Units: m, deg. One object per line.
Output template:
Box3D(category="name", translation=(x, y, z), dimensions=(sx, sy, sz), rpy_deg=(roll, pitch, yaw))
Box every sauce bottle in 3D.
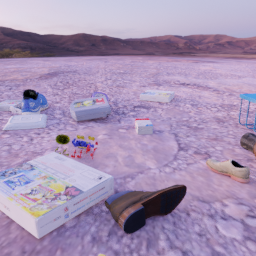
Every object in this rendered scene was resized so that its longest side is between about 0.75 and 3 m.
Box3D(category="sauce bottle", translation=(4.302, 0.835, 7.968), dimensions=(0.918, 0.918, 2.837), rpy_deg=(-4, 19, -12))

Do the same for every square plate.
Box3D(category="square plate", translation=(-4.488, -0.312, 12.401), dimensions=(1.715, 0.246, 1.732), rpy_deg=(-3, 19, -12))

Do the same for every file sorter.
Box3D(category="file sorter", translation=(5.682, -0.478, 11.051), dimensions=(1.608, 1.422, 2.317), rpy_deg=(-4, 20, -11))

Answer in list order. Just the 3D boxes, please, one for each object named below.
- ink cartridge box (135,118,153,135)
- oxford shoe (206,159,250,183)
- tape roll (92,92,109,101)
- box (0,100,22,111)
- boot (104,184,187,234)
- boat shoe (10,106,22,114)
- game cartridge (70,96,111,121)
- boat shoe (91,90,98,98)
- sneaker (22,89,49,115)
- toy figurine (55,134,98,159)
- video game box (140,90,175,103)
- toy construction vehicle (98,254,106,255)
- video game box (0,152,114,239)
Box3D(category="ink cartridge box", translation=(0.639, -0.085, 11.520), dimensions=(0.634, 0.367, 1.091), rpy_deg=(-1, 19, -4))
Box3D(category="oxford shoe", translation=(2.824, 1.065, 7.920), dimensions=(0.477, 0.497, 1.347), rpy_deg=(-16, 25, -40))
Box3D(category="tape roll", translation=(-1.564, -1.638, 15.655), dimensions=(0.928, 0.304, 0.928), rpy_deg=(12, 40, -10))
Box3D(category="box", translation=(-6.303, -1.224, 15.011), dimensions=(1.126, 0.297, 1.445), rpy_deg=(2, 20, 6))
Box3D(category="boot", translation=(0.406, 1.538, 6.227), dimensions=(1.891, 0.707, 0.917), rpy_deg=(-16, 27, -34))
Box3D(category="boat shoe", translation=(-5.552, -0.923, 14.089), dimensions=(0.896, 0.321, 0.304), rpy_deg=(13, 23, 28))
Box3D(category="game cartridge", translation=(-1.889, -1.002, 13.733), dimensions=(1.873, 0.575, 2.813), rpy_deg=(-13, 19, -6))
Box3D(category="boat shoe", translation=(-1.944, -1.904, 16.521), dimensions=(0.487, 0.597, 1.419), rpy_deg=(10, 15, -6))
Box3D(category="sneaker", translation=(-4.732, -1.450, 14.306), dimensions=(1.037, 1.178, 2.641), rpy_deg=(-1, 18, -4))
Box3D(category="toy figurine", translation=(-1.653, 0.650, 9.408), dimensions=(1.425, 0.752, 0.854), rpy_deg=(5, -9, 7))
Box3D(category="video game box", translation=(1.798, -1.947, 16.955), dimensions=(1.780, 0.417, 1.621), rpy_deg=(7, 17, 20))
Box3D(category="toy construction vehicle", translation=(-0.308, 2.379, 4.255), dimensions=(0.895, 0.362, 1.028), rpy_deg=(7, 20, 20))
Box3D(category="video game box", translation=(-1.937, 1.421, 6.787), dimensions=(2.408, 0.564, 2.194), rpy_deg=(15, 21, 37))
